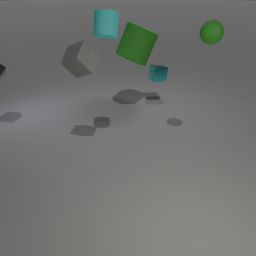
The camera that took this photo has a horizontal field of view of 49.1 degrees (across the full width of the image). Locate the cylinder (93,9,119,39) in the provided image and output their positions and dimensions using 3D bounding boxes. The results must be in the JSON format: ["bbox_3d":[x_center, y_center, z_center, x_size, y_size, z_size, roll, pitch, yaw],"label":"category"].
[{"bbox_3d":[-0.634,-2.992,8.079,0.700,0.700,0.700,4,10,-1],"label":"cylinder"}]

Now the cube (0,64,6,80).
[{"bbox_3d":[-4.975,-2.058,10.264,0.700,0.700,0.700,31,-12,-22],"label":"cube"}]

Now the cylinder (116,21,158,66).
[{"bbox_3d":[0.374,-3.574,11.906,1.400,1.400,1.400,22,16,-7],"label":"cylinder"}]

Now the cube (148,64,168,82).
[{"bbox_3d":[1.434,-2.624,13.407,0.700,0.700,0.700,1,21,-15],"label":"cube"}]

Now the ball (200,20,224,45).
[{"bbox_3d":[2.485,-2.837,8.309,0.700,0.700,0.700,0,28,0],"label":"ball"}]

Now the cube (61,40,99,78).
[{"bbox_3d":[-1.419,-2.029,8.299,0.700,0.700,0.700,-7,57,35],"label":"cube"}]
